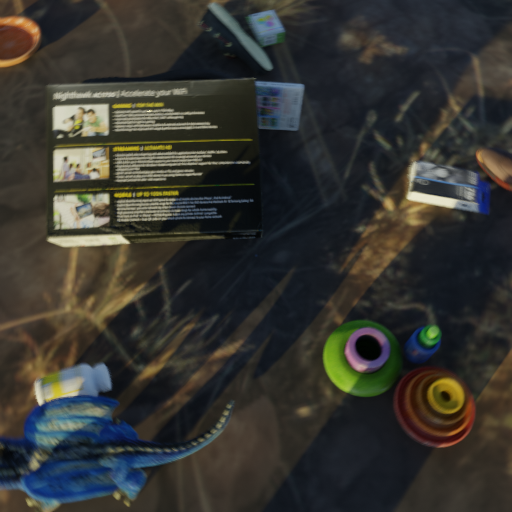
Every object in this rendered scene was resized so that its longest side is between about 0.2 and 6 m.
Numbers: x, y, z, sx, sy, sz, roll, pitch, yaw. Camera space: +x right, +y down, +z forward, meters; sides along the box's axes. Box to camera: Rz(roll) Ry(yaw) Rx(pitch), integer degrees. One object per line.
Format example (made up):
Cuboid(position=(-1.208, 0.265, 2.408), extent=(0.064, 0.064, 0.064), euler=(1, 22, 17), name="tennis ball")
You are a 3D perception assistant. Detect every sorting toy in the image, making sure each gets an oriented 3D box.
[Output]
Cuboid(position=(2.355, 1.755, 8.800), extent=(2.574, 1.057, 1.547), euler=(34, 68, 17), name="sorting toy")

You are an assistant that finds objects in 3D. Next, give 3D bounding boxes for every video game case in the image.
Cuboid(position=(0.335, -2.972, 11.165), extent=(1.082, 1.189, 0.141), euler=(4, 61, 0), name="video game case")

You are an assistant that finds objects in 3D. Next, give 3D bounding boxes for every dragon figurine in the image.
Cuboid(position=(-2.431, 2.709, 7.667), extent=(4.370, 2.173, 1.286), euler=(-7, 63, -3), name="dragon figurine")

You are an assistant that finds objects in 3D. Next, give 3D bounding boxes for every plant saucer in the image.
Cuboid(position=(-5.630, -4.835, 12.728), extent=(1.431, 0.231, 1.431), euler=(0, 63, 1), name="plant saucer")

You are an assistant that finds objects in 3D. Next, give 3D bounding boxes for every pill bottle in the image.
Cuboid(position=(-2.889, 2.077, 8.899), extent=(1.046, 0.586, 0.586), euler=(-16, 63, -8), name="pill bottle")

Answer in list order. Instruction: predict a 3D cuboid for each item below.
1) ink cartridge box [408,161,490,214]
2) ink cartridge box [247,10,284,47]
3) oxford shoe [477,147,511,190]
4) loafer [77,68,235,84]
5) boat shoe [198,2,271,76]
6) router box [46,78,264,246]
Cuboid(position=(3.779, -1.333, 10.856), extent=(1.569, 0.308, 0.780), euler=(11, 62, 5), name="ink cartridge box")
Cuboid(position=(0.202, -5.348, 12.943), extent=(0.553, 0.316, 1.066), euler=(-17, 64, -9), name="ink cartridge box")
Cuboid(position=(5.339, -1.616, 10.715), extent=(2.186, 0.793, 0.778), euler=(30, 66, 15), name="oxford shoe")
Cuboid(position=(-1.935, -2.994, 11.375), extent=(3.402, 1.242, 1.214), euler=(-6, 95, -2), name="loafer")
Cuboid(position=(-0.463, -4.703, 12.458), extent=(2.048, 0.749, 0.642), euler=(48, 114, 10), name="boat shoe")
Cuboid(position=(-1.789, -1.671, 10.156), extent=(3.771, 0.963, 2.813), euler=(-2, 84, -2), name="router box")
